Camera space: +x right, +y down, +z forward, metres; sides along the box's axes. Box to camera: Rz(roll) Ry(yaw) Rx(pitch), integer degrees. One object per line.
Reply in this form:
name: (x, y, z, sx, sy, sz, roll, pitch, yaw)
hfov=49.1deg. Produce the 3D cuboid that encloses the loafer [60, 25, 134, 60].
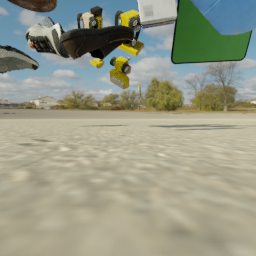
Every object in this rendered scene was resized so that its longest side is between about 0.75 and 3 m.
loafer: (-0.663, -1.972, 6.639, 1.975, 0.705, 0.721, -19, 13, -35)

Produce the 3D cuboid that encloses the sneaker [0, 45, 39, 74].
sneaker: (-4.206, -2.331, 9.721, 0.927, 0.995, 2.509, 32, 15, 25)

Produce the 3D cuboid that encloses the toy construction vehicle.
toy construction vehicle: (-0.495, -3.007, 9.895, 2.531, 2.907, 1.024, 31, 54, 25)

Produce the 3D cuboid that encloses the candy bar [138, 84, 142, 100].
candy bar: (0.520, -1.542, 12.027, 0.089, 0.200, 0.804, -5, -42, 5)

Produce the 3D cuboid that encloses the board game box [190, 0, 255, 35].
board game box: (2.547, -3.434, 6.729, 1.830, 2.317, 0.451, -37, 18, 38)

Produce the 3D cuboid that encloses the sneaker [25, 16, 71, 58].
sneaker: (-2.406, -2.605, 8.521, 1.077, 1.004, 2.717, -33, 38, -12)

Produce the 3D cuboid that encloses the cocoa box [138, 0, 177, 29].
cocoa box: (0.765, -3.696, 7.856, 1.011, 1.516, 0.995, -8, 9, 5)

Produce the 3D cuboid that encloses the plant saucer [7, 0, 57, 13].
plant saucer: (-3.076, -4.112, 7.657, 2.493, 0.400, 2.493, 19, -9, 3)

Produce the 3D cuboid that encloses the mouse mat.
mouse mat: (2.796, -3.228, 8.954, 2.906, 2.339, 0.109, -7, 32, -16)
